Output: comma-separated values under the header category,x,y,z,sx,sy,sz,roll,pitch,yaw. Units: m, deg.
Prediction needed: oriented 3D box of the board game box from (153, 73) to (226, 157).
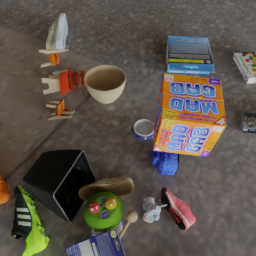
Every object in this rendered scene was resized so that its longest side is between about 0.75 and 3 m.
category,x,y,z,sx,sy,sz,roll,pitch,yaw
board game box,1.674,-0.348,8.095,1.643,1.642,1.642,6,56,0

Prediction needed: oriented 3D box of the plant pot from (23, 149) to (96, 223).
category,x,y,z,sx,sy,sz,roll,pitch,yaw
plant pot,-2.178,1.636,8.728,1.484,1.669,1.673,13,50,23

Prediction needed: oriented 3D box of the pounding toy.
category,x,y,z,sx,sy,sz,roll,pitch,yaw
pounding toy,-0.592,2.422,8.138,1.555,0.722,1.200,33,61,21

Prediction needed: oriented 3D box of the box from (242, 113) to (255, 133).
category,x,y,z,sx,sy,sz,roll,pitch,yaw
box,5.194,-0.170,10.884,1.321,0.249,0.902,6,48,24

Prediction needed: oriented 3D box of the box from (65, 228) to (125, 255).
category,x,y,z,sx,sy,sz,roll,pitch,yaw
box,-0.887,3.484,7.772,1.489,0.241,0.902,-18,66,-9

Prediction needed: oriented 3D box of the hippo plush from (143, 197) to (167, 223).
category,x,y,z,sx,sy,sz,roll,pitch,yaw
hippo plush,0.654,2.433,8.573,0.631,0.792,0.637,-3,37,-31

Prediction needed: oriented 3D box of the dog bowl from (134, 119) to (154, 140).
category,x,y,z,sx,sy,sz,roll,pitch,yaw
dog bowl,0.635,0.061,10.850,0.821,0.323,0.821,0,49,0

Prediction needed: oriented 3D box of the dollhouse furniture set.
category,x,y,z,sx,sy,sz,roll,pitch,yaw
dollhouse furniture set,-2.486,-1.854,11.229,1.331,2.584,2.556,-3,16,-2

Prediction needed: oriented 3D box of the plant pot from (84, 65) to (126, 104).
category,x,y,z,sx,sy,sz,roll,pitch,yaw
plant pot,-0.929,-1.701,11.836,1.686,1.132,1.686,0,49,0

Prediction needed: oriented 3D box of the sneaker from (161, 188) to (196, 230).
category,x,y,z,sx,sy,sz,roll,pitch,yaw
sneaker,1.553,2.459,8.752,0.620,0.527,1.430,-16,56,-28

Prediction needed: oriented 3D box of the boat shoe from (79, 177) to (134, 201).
category,x,y,z,sx,sy,sz,roll,pitch,yaw
boat shoe,-0.707,1.940,9.102,1.765,0.637,0.573,-10,20,-4

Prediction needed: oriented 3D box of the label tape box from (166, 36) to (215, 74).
category,x,y,z,sx,sy,sz,roll,pitch,yaw
label tape box,2.866,-3.224,13.305,2.031,0.892,2.817,4,49,3

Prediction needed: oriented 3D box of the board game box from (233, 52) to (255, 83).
category,x,y,z,sx,sy,sz,roll,pitch,yaw
board game box,5.992,-2.923,13.405,1.266,0.347,2.006,-4,49,-3

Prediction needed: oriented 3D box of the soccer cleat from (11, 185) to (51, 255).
category,x,y,z,sx,sy,sz,roll,pitch,yaw
soccer cleat,-3.111,2.696,8.340,0.908,0.756,2.240,-31,56,-11

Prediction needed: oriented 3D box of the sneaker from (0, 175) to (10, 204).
category,x,y,z,sx,sy,sz,roll,pitch,yaw
sneaker,-4.572,1.647,9.170,0.775,0.819,2.124,-34,59,-27

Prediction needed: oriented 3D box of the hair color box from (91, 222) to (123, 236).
category,x,y,z,sx,sy,sz,roll,pitch,yaw
hair color box,-0.623,3.002,8.344,0.866,0.281,0.473,8,51,4

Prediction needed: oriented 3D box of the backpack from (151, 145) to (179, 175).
category,x,y,z,sx,sy,sz,roll,pitch,yaw
backpack,1.274,1.069,9.639,0.916,0.887,1.092,-1,58,-3

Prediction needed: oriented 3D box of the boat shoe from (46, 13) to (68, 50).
category,x,y,z,sx,sy,sz,roll,pitch,yaw
boat shoe,-3.790,-5.163,14.925,0.896,1.040,2.889,-3,52,0
